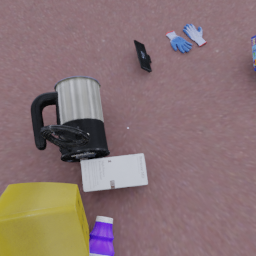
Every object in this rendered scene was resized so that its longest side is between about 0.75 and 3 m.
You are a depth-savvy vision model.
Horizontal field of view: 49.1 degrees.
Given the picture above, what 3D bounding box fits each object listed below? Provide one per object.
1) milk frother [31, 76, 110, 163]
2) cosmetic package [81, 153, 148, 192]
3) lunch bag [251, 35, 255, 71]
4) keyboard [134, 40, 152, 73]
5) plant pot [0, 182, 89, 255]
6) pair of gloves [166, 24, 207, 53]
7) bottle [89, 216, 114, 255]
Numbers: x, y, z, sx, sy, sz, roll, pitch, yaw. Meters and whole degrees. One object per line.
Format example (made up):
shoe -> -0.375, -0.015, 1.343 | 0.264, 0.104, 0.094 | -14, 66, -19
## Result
milk frother -> -1.224, -0.325, 6.456 | 1.824, 2.020, 1.900 | 0, 70, -30
cosmetic package -> -0.318, 1.055, 6.663 | 1.495, 0.553, 0.760 | -8, 82, -1
lunch bag -> 4.500, -2.023, 8.269 | 1.647, 0.775, 1.240 | 21, 62, -27
keyboard -> 0.479, -2.190, 8.626 | 0.648, 0.138, 1.079 | 12, 57, -43
plant pot -> -1.575, 1.948, 5.482 | 1.438, 1.631, 1.631 | -14, 103, -6
pair of gloves -> 1.952, -2.975, 9.219 | 1.302, 0.148, 1.047 | -27, 66, -12
bottle -> -0.637, 2.734, 5.979 | 0.668, 0.522, 1.600 | 9, 68, -2
